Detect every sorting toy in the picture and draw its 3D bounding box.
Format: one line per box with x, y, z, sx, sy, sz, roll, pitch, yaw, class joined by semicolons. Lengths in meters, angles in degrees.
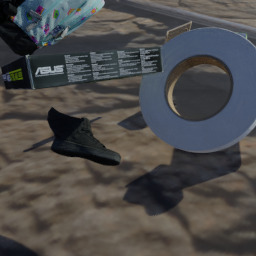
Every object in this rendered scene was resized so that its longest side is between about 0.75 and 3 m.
1.229;-2.261;7.245;0.925;0.856;0.169;-32;61;-24;sorting toy

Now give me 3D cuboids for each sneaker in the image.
-0.660;0.116;4.170;1.276;0.383;0.666;10;64;11;sneaker

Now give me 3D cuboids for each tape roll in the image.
1.166;-0.605;4.553;2.052;2.052;0.375;28;4;29;tape roll

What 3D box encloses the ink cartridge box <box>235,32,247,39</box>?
3.009;-2.346;7.848;0.554;0.318;0.945;13;1;23;ink cartridge box

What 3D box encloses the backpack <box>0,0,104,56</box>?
-1.670;-2.577;5.654;2.336;1.479;1.949;-42;50;-8;backpack

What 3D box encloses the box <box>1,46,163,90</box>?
-0.713;-0.819;3.937;1.762;0.419;1.702;-13;11;-29;box
